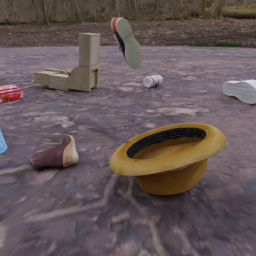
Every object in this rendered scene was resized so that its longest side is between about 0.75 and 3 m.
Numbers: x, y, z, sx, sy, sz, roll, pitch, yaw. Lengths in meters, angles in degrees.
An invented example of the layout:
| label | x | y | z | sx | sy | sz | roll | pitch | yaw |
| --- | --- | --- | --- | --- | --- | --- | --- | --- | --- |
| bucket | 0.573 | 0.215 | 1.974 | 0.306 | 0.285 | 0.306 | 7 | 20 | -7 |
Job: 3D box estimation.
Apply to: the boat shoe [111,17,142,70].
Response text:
| label | x | y | z | sx | sy | sz | roll | pitch | yaw |
| --- | --- | --- | --- | --- | --- | --- | --- | --- | --- |
| boat shoe | -0.041 | -2.316 | 7.727 | 0.534 | 1.501 | 0.470 | -36 | 35 | -14 |

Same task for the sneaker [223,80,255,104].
| label | x | y | z | sx | sy | sz | roll | pitch | yaw |
| --- | --- | --- | --- | --- | --- | --- | --- | --- | --- |
| sneaker | 5.208 | -1.624 | 11.703 | 1.388 | 0.885 | 2.402 | -7 | 19 | -10 |

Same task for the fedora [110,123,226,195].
| label | x | y | z | sx | sy | sz | roll | pitch | yaw |
| --- | --- | --- | --- | --- | --- | --- | --- | --- | --- |
| fedora | 0.773 | 0.620 | 5.243 | 2.170 | 0.885 | 2.170 | -15 | 17 | 5 |

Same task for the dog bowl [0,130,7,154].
| label | x | y | z | sx | sy | sz | roll | pitch | yaw |
| --- | --- | --- | --- | --- | --- | --- | --- | --- | --- |
| dog bowl | -3.935 | 0.162 | 7.191 | 1.285 | 0.571 | 2.305 | -12 | 23 | -31 |

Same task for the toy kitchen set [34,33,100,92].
| label | x | y | z | sx | sy | sz | roll | pitch | yaw |
| --- | --- | --- | --- | --- | --- | --- | --- | --- | --- |
| toy kitchen set | -2.777 | -3.449 | 14.101 | 2.955 | 2.666 | 2.411 | 10 | 20 | 14 |

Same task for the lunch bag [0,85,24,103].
| label | x | y | z | sx | sy | sz | roll | pitch | yaw |
| --- | --- | --- | --- | --- | --- | --- | --- | --- | --- |
| lunch bag | -5.098 | -1.411 | 11.707 | 1.152 | 0.536 | 1.307 | 20 | 28 | 34 |

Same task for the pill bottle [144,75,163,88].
| label | x | y | z | sx | sy | sz | roll | pitch | yaw |
| --- | --- | --- | --- | --- | --- | --- | --- | --- | --- |
| pill bottle | 1.306 | -2.401 | 14.342 | 0.555 | 0.555 | 1.013 | 16 | 25 | 38 |

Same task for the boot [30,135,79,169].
| label | x | y | z | sx | sy | sz | roll | pitch | yaw |
| --- | --- | --- | --- | --- | --- | --- | --- | --- | --- |
| boot | -1.703 | 0.521 | 6.367 | 1.002 | 0.436 | 1.204 | -5 | 23 | -18 |
